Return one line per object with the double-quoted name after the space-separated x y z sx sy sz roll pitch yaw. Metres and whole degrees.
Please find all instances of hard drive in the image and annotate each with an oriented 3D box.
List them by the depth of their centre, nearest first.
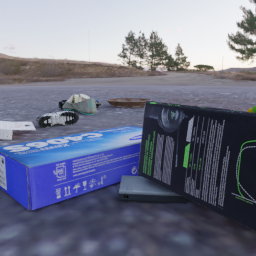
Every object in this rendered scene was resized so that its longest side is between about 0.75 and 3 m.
0.333 0.824 3.809 0.879 0.144 0.613 3 10 2 "hard drive"

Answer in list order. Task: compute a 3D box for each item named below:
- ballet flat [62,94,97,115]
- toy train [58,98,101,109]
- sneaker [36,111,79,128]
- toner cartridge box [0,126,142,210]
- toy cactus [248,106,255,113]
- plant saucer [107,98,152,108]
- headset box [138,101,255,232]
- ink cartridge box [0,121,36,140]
-2.184 -1.123 12.549 0.870 0.822 2.581 -8 13 -36 "ballet flat"
-2.392 -1.234 14.037 2.168 0.497 0.370 -4 12 -23 "toy train"
-2.336 -0.327 9.185 1.434 0.477 0.649 -10 17 -36 "sneaker"
-0.570 0.463 4.562 2.716 0.586 1.290 -10 14 -42 "toner cartridge box"
4.206 -0.147 7.729 1.626 1.007 1.970 21 12 10 "toy cactus"
0.072 -1.352 15.027 2.394 0.384 2.394 0 11 0 "plant saucer"
1.511 0.311 3.569 1.997 1.064 2.293 2 7 -33 "headset box"
-3.208 0.044 7.640 1.199 0.304 1.361 3 9 -24 "ink cartridge box"
